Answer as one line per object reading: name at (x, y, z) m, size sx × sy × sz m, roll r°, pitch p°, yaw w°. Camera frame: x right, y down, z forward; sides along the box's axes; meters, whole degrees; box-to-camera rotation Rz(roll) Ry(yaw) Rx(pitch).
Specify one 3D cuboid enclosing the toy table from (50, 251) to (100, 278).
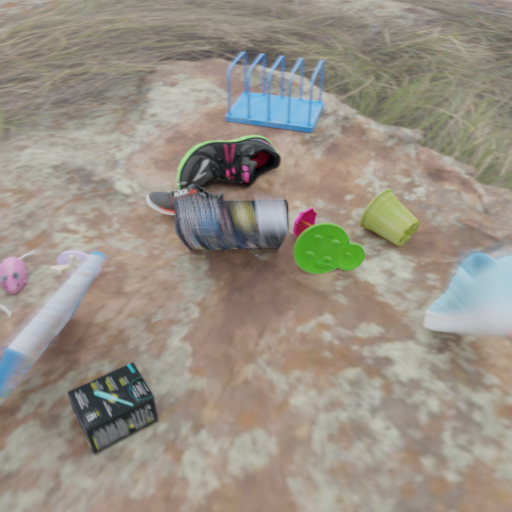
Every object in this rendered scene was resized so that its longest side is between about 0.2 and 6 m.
toy table at (-3.249, 0.245, 10.009) m, size 0.793 × 0.729 × 0.465 m, roll 3°, pitch 23°, yaw 6°

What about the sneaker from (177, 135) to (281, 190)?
sneaker at (-0.569, -2.021, 12.393) m, size 2.593 × 0.995 × 1.086 m, roll -24°, pitch 42°, yaw -24°

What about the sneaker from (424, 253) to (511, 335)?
sneaker at (3.223, 0.561, 8.103) m, size 1.014 × 2.744 × 1.124 m, roll 5°, pitch 82°, yaw -5°

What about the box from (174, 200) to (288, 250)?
box at (-0.407, -0.490, 9.826) m, size 1.809 × 2.275 × 0.523 m, roll -1°, pitch 83°, yaw -1°

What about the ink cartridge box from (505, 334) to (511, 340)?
ink cartridge box at (4.191, 0.822, 9.232) m, size 0.785 × 0.363 × 1.440 m, roll -36°, pitch 50°, yaw -6°

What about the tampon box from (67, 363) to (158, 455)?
tampon box at (-1.981, 2.107, 7.790) m, size 0.987 × 0.623 × 0.740 m, roll -22°, pitch 45°, yaw -24°

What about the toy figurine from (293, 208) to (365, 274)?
toy figurine at (1.253, -0.394, 10.669) m, size 1.402 × 1.053 × 1.291 m, roll 14°, pitch 27°, yaw -18°

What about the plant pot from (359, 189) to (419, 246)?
plant pot at (2.665, -0.681, 10.968) m, size 0.947 × 0.947 × 0.870 m, roll -30°, pitch 59°, yaw -31°

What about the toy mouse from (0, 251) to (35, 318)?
toy mouse at (-4.742, 0.478, 9.897) m, size 1.988 × 0.385 × 1.767 m, roll -27°, pitch 47°, yaw -28°

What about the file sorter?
file sorter at (0.525, -4.424, 14.875) m, size 2.353 × 1.443 × 1.633 m, roll 10°, pitch 41°, yaw 13°

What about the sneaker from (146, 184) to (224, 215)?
sneaker at (-1.409, -1.222, 11.447) m, size 1.634 × 0.669 × 0.630 m, roll 7°, pitch 36°, yaw -3°

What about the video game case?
video game case at (-3.054, 1.080, 8.097) m, size 0.203 × 1.632 × 2.280 m, roll 32°, pitch 35°, yaw -7°
